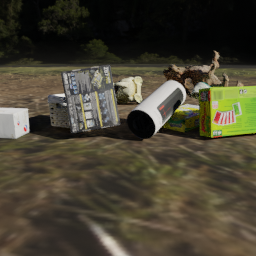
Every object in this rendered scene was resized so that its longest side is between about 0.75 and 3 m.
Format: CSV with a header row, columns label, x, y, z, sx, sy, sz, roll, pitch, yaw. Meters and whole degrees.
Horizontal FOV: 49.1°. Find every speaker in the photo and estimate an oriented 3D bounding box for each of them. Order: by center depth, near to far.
label,x,y,z,sx,sy,sz,roll,pitch,yaw
speaker,0.781,-0.524,7.297,0.811,0.811,1.997,9,33,31

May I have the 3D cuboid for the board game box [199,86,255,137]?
label,x,y,z,sx,sy,sz,roll,pitch,yaw
board game box,3.017,-0.470,7.219,2.364,1.201,0.563,-4,6,-15

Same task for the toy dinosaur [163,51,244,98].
label,x,y,z,sx,sy,sz,roll,pitch,yaw
toy dinosaur,2.914,-1.537,10.595,1.280,2.021,2.981,-13,64,-48

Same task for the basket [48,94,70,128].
label,x,y,z,sx,sy,sz,roll,pitch,yaw
basket,-1.520,-0.529,8.022,0.952,0.867,1.405,6,12,19

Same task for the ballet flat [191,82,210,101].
label,x,y,z,sx,sy,sz,roll,pitch,yaw
ballet flat,2.986,-0.797,9.224,2.124,0.737,0.737,36,33,31

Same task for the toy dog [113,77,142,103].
label,x,y,z,sx,sy,sz,roll,pitch,yaw
toy dog,-0.352,-1.474,11.445,1.539,1.074,1.492,-4,3,33

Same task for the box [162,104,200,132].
label,x,y,z,sx,sy,sz,roll,pitch,yaw
box,1.621,-0.298,8.154,1.787,0.432,1.048,-15,21,-42

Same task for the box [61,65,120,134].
label,x,y,z,sx,sy,sz,roll,pitch,yaw
box,-0.900,-0.698,6.814,1.211,1.502,0.369,-11,0,-2

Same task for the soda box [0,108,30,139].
label,x,y,z,sx,sy,sz,roll,pitch,yaw
soda box,-3.689,-0.168,7.292,2.067,0.658,0.704,2,15,10
